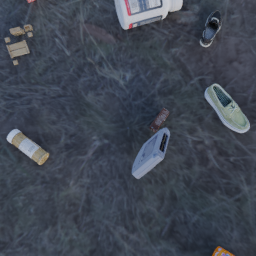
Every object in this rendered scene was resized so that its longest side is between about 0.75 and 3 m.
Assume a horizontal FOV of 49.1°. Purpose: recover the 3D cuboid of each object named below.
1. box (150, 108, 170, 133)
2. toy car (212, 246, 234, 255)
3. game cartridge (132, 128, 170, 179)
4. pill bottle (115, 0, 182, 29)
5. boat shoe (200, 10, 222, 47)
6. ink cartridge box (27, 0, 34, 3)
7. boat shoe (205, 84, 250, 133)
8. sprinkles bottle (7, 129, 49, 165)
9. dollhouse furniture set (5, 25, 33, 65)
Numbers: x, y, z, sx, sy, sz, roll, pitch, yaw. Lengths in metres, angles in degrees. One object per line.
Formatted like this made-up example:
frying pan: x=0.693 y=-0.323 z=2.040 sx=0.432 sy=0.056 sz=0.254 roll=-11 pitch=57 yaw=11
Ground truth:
box: x=1.192 y=-0.294 z=10.614 sx=0.332 sy=0.443 sz=0.886 roll=37 pitch=80 yaw=7
toy car: x=3.941 y=4.087 z=9.463 sx=2.262 sy=0.753 sz=1.110 roll=-40 pitch=81 yaw=-8
game cartridge: x=0.762 y=0.848 z=9.489 sx=0.410 sy=2.007 sz=1.336 roll=46 pitch=119 yaw=-9
pill bottle: x=0.809 y=-4.975 z=11.158 sx=2.458 sy=1.470 sz=1.470 roll=-17 pitch=78 yaw=-5
boat shoe: x=3.449 y=-4.167 z=11.451 sx=0.643 sy=0.525 sz=1.741 roll=28 pitch=79 yaw=6
ink cartridge box: x=-3.723 y=-6.210 z=11.889 sx=1.727 sy=0.583 sz=1.006 roll=-27 pitch=78 yaw=-4
boat shoe: x=3.753 y=-0.731 z=10.587 sx=0.793 sy=0.683 sz=2.202 roll=-40 pitch=80 yaw=-8
sprinkles bottle: x=-3.689 y=0.696 z=10.335 sx=1.587 sy=0.541 sz=0.541 roll=36 pitch=80 yaw=7
dollhouse furniture set: x=-4.266 y=-3.371 z=11.441 sx=1.145 sy=0.656 sz=1.343 roll=-16 pitch=101 yaw=-3
